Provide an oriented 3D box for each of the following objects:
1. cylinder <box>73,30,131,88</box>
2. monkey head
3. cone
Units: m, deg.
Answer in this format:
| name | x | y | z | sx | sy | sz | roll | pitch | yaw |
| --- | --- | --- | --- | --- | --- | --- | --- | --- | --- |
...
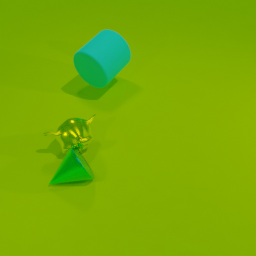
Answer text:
| name | x | y | z | sx | sy | sz | roll | pitch | yaw |
| --- | --- | --- | --- | --- | --- | --- | --- | --- | --- |
| cylinder | -0.776 | -2.103 | 8.540 | 1.283 | 1.283 | 1.283 | 25 | 58 | 25 |
| monkey head | -1.245 | 0.126 | 6.701 | 1.425 | 1.025 | 0.859 | -23 | 88 | -26 |
| cone | -1.372 | 0.998 | 6.221 | 0.909 | 0.906 | 0.906 | -33 | 48 | -3 |
